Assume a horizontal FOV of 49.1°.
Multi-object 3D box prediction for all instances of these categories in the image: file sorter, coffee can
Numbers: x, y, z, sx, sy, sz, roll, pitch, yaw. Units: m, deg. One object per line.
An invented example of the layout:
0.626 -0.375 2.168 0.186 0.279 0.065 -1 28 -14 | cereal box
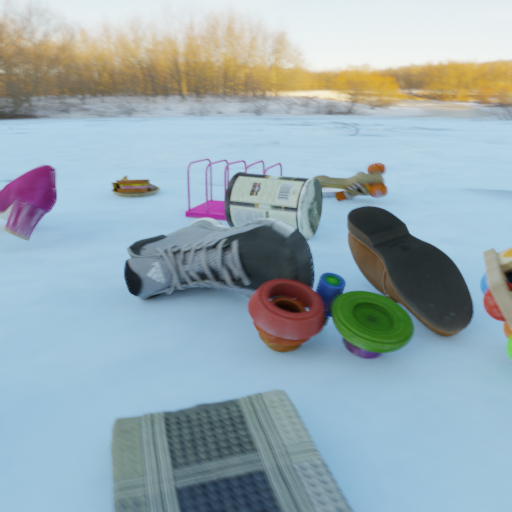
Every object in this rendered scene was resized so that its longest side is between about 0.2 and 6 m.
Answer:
-0.482 -1.587 13.115 2.007 1.259 1.395 6 18 19 | file sorter
0.366 -1.034 11.425 1.678 1.228 1.228 9 20 25 | coffee can

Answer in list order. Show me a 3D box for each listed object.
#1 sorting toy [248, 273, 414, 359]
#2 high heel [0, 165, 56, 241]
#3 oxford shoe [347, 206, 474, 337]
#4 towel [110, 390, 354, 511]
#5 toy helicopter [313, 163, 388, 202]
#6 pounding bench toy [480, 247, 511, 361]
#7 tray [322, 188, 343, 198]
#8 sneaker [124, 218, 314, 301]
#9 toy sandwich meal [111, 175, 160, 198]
0.818 0.833 6.647 1.902 0.781 1.143 12 33 0 | sorting toy
-4.738 -1.305 11.354 1.015 1.446 3.015 26 -1 -29 | high heel
2.110 0.317 7.911 0.953 0.953 2.673 -11 36 -13 | oxford shoe
-0.276 1.729 4.434 1.692 0.303 1.757 -7 21 -12 | towel
2.337 -1.822 14.445 1.973 0.778 1.305 3 -17 -14 | toy helicopter
3.515 0.756 5.942 1.635 2.096 1.302 -28 5 24 | pounding bench toy
1.425 -1.739 15.333 1.887 0.209 1.013 -4 19 -13 | tray
-0.783 0.233 7.818 1.892 1.229 3.276 -17 13 -31 | sneaker
-3.373 -1.970 15.559 1.475 0.505 1.475 0 18 0 | toy sandwich meal
